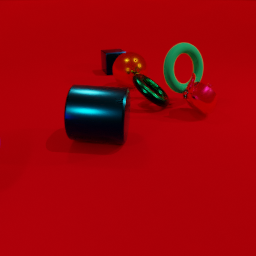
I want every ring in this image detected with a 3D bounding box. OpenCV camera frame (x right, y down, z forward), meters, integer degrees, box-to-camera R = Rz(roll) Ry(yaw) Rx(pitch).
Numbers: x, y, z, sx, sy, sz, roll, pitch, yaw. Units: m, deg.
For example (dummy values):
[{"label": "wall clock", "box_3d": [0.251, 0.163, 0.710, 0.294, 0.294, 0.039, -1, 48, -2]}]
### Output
[{"label": "ring", "box_3d": [0.724, -1.186, 8.719, 1.430, 0.286, 1.430, 33, 24, -17]}, {"label": "ring", "box_3d": [1.700, -1.800, 8.502, 1.516, 1.516, 0.303, -16, 17, -29]}]

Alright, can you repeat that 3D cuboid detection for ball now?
[{"label": "ball", "box_3d": [0.086, -2.112, 10.213, 1.288, 1.288, 1.288, 0, 27, 0]}]

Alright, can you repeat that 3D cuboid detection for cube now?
[{"label": "cube", "box_3d": [-0.614, -2.870, 12.081, 0.910, 0.910, 0.910, -9, 27, -16]}]

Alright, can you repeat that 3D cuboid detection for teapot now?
[{"label": "teapot", "box_3d": [2.085, -0.942, 7.992, 1.658, 0.812, 1.031, 36, 4, -40]}]

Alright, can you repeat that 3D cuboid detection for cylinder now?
[{"label": "cylinder", "box_3d": [-0.665, -0.324, 6.580, 1.322, 1.322, 1.322, 5, 27, 5]}]
